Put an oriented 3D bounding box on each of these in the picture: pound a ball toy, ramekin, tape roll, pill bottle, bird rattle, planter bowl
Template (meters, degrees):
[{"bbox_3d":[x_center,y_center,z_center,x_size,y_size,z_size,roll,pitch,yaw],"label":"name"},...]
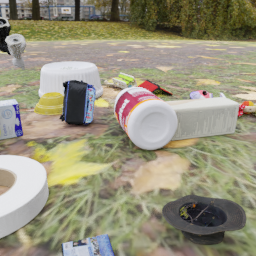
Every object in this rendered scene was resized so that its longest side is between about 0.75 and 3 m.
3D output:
[{"bbox_3d":[-0.382,-2.245,14.394,1.009,0.657,1.547,-38,36,-18],"label":"pound a ball toy"},{"bbox_3d":[-2.670,-2.240,13.086,3.008,1.401,3.008,1,22,0],"label":"ramekin"},{"bbox_3d":[-2.844,1.279,5.483,2.510,0.459,2.510,-1,21,0],"label":"tape roll"},{"bbox_3d":[0.382,-0.437,8.543,1.423,1.423,2.519,-6,21,-14],"label":"pill bottle"},{"bbox_3d":[4.473,-0.697,10.508,1.532,0.863,1.249,-8,8,14],"label":"bird rattle"},{"bbox_3d":[-2.992,-1.052,11.155,1.529,0.637,1.529,0,21,0],"label":"planter bowl"}]

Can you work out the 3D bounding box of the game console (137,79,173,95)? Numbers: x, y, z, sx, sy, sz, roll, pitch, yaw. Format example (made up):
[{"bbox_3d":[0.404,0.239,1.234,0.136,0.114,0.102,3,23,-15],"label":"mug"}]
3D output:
[{"bbox_3d":[1.203,-1.752,13.593,1.279,0.881,1.484,-36,28,-4],"label":"game console"}]

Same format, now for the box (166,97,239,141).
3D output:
[{"bbox_3d":[2.228,-0.322,8.770,2.213,1.051,0.860,-5,22,-15],"label":"box"}]

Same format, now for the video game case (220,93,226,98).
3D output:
[{"bbox_3d":[3.272,-0.684,9.794,0.082,0.941,0.673,3,22,7],"label":"video game case"}]

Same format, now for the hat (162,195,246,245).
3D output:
[{"bbox_3d":[1.234,1.594,4.620,1.327,0.535,1.327,-4,11,1],"label":"hat"}]

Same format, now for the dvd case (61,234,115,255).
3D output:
[{"bbox_3d":[-0.627,1.937,4.360,0.771,0.068,0.550,-6,23,-16],"label":"dvd case"}]

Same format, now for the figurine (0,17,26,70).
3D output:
[{"bbox_3d":[-3.515,-2.443,8.401,0.530,1.202,1.232,-37,76,-29],"label":"figurine"}]

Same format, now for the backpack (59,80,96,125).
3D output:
[{"bbox_3d":[-1.729,-0.935,9.864,1.115,1.514,1.658,6,10,-8],"label":"backpack"}]

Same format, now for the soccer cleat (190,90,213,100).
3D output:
[{"bbox_3d":[3.140,-1.359,11.909,0.596,0.640,1.748,-4,22,-9],"label":"soccer cleat"}]

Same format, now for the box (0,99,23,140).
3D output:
[{"bbox_3d":[-3.878,-0.222,8.453,1.165,1.072,0.611,-13,25,-27],"label":"box"}]
